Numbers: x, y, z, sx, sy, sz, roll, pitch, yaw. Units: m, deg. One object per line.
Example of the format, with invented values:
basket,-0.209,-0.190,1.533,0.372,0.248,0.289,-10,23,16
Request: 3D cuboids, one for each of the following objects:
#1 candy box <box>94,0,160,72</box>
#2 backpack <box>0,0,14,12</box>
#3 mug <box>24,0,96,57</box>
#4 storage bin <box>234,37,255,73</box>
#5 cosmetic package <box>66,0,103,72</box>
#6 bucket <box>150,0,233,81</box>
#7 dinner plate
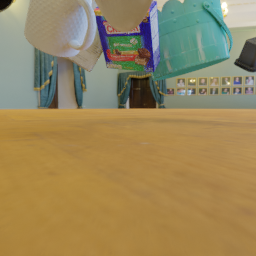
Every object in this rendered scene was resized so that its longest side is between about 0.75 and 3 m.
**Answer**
candy box,0.035,-2.251,6.944,1.373,1.624,0.626,9,48,19
backpack,-2.763,-2.587,4.459,1.780,1.580,1.340,-15,50,-13
mug,-1.094,-2.021,5.022,1.097,1.302,1.485,-20,59,-45
storage bin,3.482,-2.003,7.445,1.062,0.713,0.773,-23,48,-27
cosmetic package,-1.007,-3.183,7.633,1.542,2.866,1.216,31,6,-26
bucket,1.806,-2.817,9.101,3.002,1.953,3.002,-15,5,1
dinner plate,-0.325,-2.582,3.345,0.337,2.782,2.782,-15,9,-17
